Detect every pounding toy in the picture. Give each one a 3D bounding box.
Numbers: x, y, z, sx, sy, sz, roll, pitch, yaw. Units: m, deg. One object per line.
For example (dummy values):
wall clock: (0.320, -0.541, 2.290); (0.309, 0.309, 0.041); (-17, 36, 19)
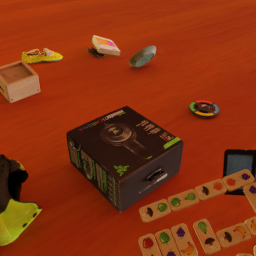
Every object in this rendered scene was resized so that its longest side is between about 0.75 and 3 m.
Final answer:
pounding toy: (-3.582, -1.525, 9.111); (1.221, 0.943, 1.327); (-29, 56, -32)

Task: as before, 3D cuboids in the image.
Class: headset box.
headset box: (-0.042, 0.580, 6.086); (1.757, 0.936, 2.018); (-26, 44, -30)

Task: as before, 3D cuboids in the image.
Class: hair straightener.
hair straightener: (-1.373, -3.072, 11.631); (0.421, 0.224, 1.095); (-22, 47, -34)

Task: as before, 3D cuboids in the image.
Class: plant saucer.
plant saucer: (0.583, -2.615, 10.454); (1.169, 1.169, 0.210); (-24, 79, -28)

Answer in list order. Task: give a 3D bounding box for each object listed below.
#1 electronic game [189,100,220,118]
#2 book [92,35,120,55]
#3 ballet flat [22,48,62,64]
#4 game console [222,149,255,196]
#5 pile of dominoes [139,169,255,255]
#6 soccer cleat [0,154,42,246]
electronic game: (2.250, -0.579, 8.271); (0.895, 0.186, 0.895); (0, 37, 0)
book: (-0.945, -3.526, 12.016); (0.920, 0.331, 1.377); (3, 33, -23)
ballet flat: (-3.401, -2.883, 11.086); (1.558, 0.522, 0.521); (-11, 38, -14)
game console: (2.201, 0.899, 5.041); (0.551, 0.946, 0.832); (-9, 18, -21)
pile of dominoes: (1.327, 1.687, 4.325); (2.237, 0.356, 1.744); (-20, 57, -4)
soccer cleat: (-2.713, 0.867, 5.431); (1.201, 1.001, 2.964); (-37, 60, -16)
